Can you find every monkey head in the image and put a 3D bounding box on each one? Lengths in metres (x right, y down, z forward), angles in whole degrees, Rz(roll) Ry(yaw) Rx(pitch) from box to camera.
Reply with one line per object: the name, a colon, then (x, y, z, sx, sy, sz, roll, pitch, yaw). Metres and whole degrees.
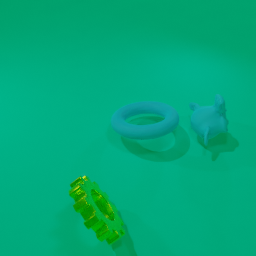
monkey head: (2.285, -0.331, 7.981, 1.021, 1.219, 1.694, -13, 44, 5)

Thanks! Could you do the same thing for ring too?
ring: (0.493, -0.263, 8.214, 2.000, 0.400, 2.000, -4, 29, 2)

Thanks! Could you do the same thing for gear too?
gear: (-0.644, 1.713, 5.960, 0.283, 1.529, 1.529, -38, 48, 4)
